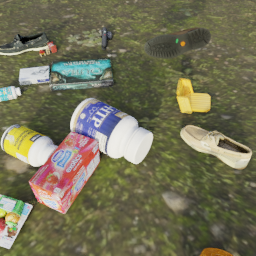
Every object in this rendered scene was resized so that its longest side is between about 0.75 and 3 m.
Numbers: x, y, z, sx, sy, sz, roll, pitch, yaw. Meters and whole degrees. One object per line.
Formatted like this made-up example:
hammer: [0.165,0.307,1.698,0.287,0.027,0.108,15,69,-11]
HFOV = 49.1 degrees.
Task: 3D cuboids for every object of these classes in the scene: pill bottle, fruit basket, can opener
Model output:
pill bottle: [-4.888,-1.413,11.443,0.935,0.518,0.518,-14,47,-14]
fruit basket: [-3.393,2.493,7.619,1.134,0.574,1.224,14,50,13]
can opener: [-1.208,-4.693,14.612,0.681,0.549,1.733,2,45,1]
pill bottle: [-3.102,0.634,9.097,1.817,1.018,1.018,20,49,19]
pill bottle: [-0.514,0.127,9.279,2.496,1.494,1.494,27,51,22]

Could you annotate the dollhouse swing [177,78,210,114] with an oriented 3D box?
dollhouse swing: [2.611,-1.305,11.034,1.087,1.123,1.236,-6,42,24]

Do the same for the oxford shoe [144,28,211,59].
oxford shoe: [1.956,-3.439,11.348,2.603,0.946,1.099,-7,25,11]

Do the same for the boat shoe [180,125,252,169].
boat shoe: [2.923,0.452,9.429,2.447,0.795,0.883,31,53,27]

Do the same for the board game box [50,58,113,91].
board game box: [-2.059,-2.426,12.524,2.690,0.379,1.820,-5,46,-5]

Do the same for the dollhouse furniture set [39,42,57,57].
dollhouse furniture set: [-4.064,-3.955,14.023,0.883,0.359,0.475,-27,52,-24]

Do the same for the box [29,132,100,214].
box: [-1.800,1.282,8.430,1.028,1.073,2.153,18,49,17]

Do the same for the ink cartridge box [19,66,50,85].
ink cartridge box: [-4.204,-2.485,12.660,1.305,0.266,1.308,-9,46,-9]

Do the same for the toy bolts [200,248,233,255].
toy bolts: [2.275,3.919,6.070,2.196,1.523,2.098,11,5,24]

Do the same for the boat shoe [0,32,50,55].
boat shoe: [-5.267,-4.301,14.009,2.579,0.855,0.964,-9,46,-8]
